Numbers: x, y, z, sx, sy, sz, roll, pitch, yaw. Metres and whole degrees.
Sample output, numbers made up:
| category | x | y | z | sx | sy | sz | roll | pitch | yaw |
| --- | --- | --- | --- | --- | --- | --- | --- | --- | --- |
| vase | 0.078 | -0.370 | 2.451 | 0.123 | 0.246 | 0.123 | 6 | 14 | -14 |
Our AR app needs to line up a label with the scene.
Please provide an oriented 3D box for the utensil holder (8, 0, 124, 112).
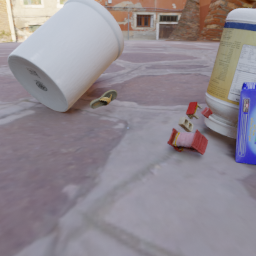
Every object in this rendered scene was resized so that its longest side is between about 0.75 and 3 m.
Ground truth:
| category | x | y | z | sx | sy | sz | roll | pitch | yaw |
| --- | --- | --- | --- | --- | --- | --- | --- | --- | --- |
| utensil holder | -1.922 | -2.296 | 8.988 | 2.469 | 2.469 | 2.905 | 16 | 59 | 36 |

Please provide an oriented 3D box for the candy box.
| category | x | y | z | sx | sy | sz | roll | pitch | yaw |
| --- | --- | --- | --- | --- | --- | --- | --- | --- | --- |
| candy box | 3.143 | -0.036 | 5.406 | 1.891 | 1.599 | 0.728 | 6 | 26 | 24 |

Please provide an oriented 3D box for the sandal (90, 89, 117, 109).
| category | x | y | z | sx | sy | sz | roll | pitch | yaw |
| --- | --- | --- | --- | --- | --- | --- | --- | --- | --- |
| sandal | -0.730 | -0.830 | 8.582 | 0.954 | 0.383 | 0.258 | -28 | 42 | 4 |

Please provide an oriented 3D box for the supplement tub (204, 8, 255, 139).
| category | x | y | z | sx | sy | sz | roll | pitch | yaw |
| --- | --- | --- | --- | --- | --- | --- | --- | --- | --- |
| supplement tub | 3.025 | -1.228 | 6.713 | 2.009 | 2.783 | 2.009 | 9 | 20 | -3 |

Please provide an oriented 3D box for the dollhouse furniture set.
| category | x | y | z | sx | sy | sz | roll | pitch | yaw |
| --- | --- | --- | --- | --- | --- | --- | --- | --- | --- |
| dollhouse furniture set | 1.413 | -0.071 | 6.082 | 0.663 | 1.231 | 0.501 | 0 | -28 | 47 |
